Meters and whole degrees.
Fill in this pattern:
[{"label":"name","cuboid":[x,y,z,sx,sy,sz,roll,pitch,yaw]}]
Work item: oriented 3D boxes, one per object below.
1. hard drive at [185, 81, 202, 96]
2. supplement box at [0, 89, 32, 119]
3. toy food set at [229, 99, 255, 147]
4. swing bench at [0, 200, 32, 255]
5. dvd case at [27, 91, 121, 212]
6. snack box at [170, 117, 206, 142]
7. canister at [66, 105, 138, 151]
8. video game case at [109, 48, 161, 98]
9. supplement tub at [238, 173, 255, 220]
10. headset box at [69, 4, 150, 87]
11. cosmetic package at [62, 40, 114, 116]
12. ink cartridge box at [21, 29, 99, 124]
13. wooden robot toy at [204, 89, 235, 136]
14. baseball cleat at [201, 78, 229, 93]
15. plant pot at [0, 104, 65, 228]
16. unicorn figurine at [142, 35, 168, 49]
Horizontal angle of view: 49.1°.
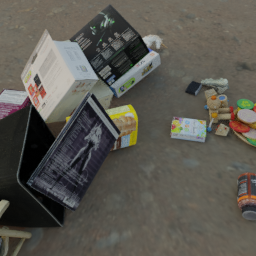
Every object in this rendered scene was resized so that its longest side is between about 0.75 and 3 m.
[{"label":"hard drive","cuboid":[2.832,-1.730,12.050,0.543,0.170,0.805,22,49,21]},{"label":"supplement box","cuboid":[-4.003,-0.047,9.422,1.175,1.491,2.278,8,44,7]},{"label":"toy food set","cuboid":[4.856,-0.131,10.163,2.332,0.573,2.356,9,46,9]},{"label":"swing bench","cuboid":[-3.718,2.437,6.486,2.072,2.083,1.351,12,50,12]},{"label":"dvd case","cuboid":[-1.261,0.688,7.478,0.216,2.015,2.710,17,67,32]},{"label":"snack box","cuboid":[2.191,0.040,10.169,1.213,0.321,0.863,8,46,8]},{"label":"canister","cuboid":[-0.818,0.134,9.208,2.149,1.596,0.930,-14,46,-16]},{"label":"video game case","cuboid":[-0.434,-2.936,12.470,2.551,0.639,2.814,-40,56,-16]},{"label":"supplement tub","cuboid":[3.491,1.950,8.008,0.681,0.681,1.273,11,45,11]},{"label":"headset box","cuboid":[-0.691,-2.859,9.569,1.888,1.006,2.169,-40,60,6]},{"label":"cosmetic package","cuboid":[-2.001,-1.664,10.399,1.273,1.508,2.918,-28,68,-33]},{"label":"ink cartridge box","cuboid":[-2.290,-1.599,8.953,0.958,2.284,2.005,-12,67,-49]},{"label":"wooden robot toy","cuboid":[3.338,-0.855,10.386,1.038,1.069,2.356,-9,43,17]},{"label":"baseball cleat","cuboid":[3.678,-1.777,11.923,0.453,0.691,1.299,-34,24,-23]},{"label":"plant pot","cuboid":[-3.187,1.240,7.626,2.209,2.484,2.490,-13,46,6]},{"label":"unicorn figurine","cuboid":[0.661,-4.056,13.845,2.519,0.930,1.730,12,51,7]}]
